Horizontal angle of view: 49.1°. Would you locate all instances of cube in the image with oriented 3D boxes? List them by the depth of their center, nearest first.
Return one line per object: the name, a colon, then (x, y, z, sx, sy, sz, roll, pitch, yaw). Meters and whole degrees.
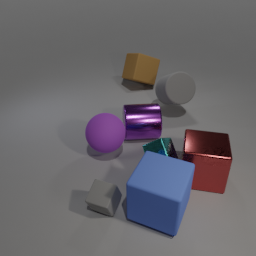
cube: (0.868, 1.703, 7.507, 1.400, 1.400, 1.400, 14, 38, 20)
cube: (-0.670, 1.961, 7.865, 0.700, 0.700, 0.700, 11, 58, 22)
cube: (0.979, 0.735, 8.490, 0.700, 0.700, 0.700, -25, -14, 30)
cube: (2.439, 1.031, 8.971, 1.400, 1.400, 1.400, 7, 32, 11)
cube: (0.694, -3.262, 15.437, 1.400, 1.400, 1.400, 8, 9, -30)

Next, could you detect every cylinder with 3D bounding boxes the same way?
cylinder: (0.533, -0.251, 11.084, 1.400, 1.400, 1.400, -3, 31, -5)
cylinder: (2.100, -1.749, 12.591, 1.400, 1.400, 1.400, -8, 5, -12)

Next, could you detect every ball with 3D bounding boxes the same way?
ball: (-0.788, 0.171, 9.784, 1.400, 1.400, 1.400, 0, 31, 0)
